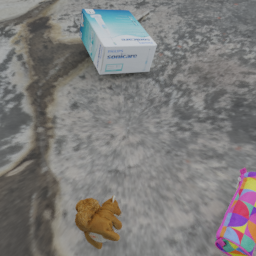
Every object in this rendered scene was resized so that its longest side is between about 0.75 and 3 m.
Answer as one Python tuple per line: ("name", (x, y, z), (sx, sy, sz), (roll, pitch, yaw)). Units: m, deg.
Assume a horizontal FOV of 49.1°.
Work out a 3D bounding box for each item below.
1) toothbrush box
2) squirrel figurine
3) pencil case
("toothbrush box", (-0.434, -3.069, 9.765), (1.876, 1.093, 2.563), (-9, 48, -24))
("squirrel figurine", (-0.546, 1.681, 5.461), (0.978, 0.692, 0.913), (35, 40, -6))
("pencil case", (2.307, 1.670, 5.547), (0.771, 0.771, 1.745), (22, 55, 20))
